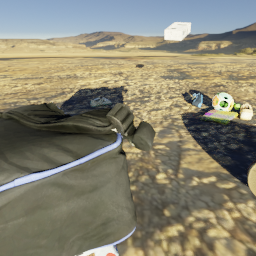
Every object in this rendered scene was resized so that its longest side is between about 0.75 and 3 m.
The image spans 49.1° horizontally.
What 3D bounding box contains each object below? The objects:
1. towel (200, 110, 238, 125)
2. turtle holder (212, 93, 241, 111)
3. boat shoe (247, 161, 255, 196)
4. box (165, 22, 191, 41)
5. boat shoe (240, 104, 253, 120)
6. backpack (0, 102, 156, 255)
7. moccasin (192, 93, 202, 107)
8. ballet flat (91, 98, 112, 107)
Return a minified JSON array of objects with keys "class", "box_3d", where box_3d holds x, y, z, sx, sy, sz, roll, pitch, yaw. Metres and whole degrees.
[{"class":"towel","box_3d":[3.419,-0.428,10.433,1.029,0.163,1.432,13,23,33]},{"class":"turtle holder","box_3d":[3.852,-0.931,11.135,1.022,0.777,0.726,43,18,-1]},{"class":"boat shoe","box_3d":[3.417,1.017,4.756,2.779,1.000,0.939,9,13,9]},{"class":"box","box_3d":[1.700,-3.296,9.515,0.613,0.316,1.052,11,37,23]},{"class":"boat shoe","box_3d":[4.534,-0.678,10.690,0.498,0.468,1.352,7,19,20]},{"class":"backpack","box_3d":[-1.443,0.729,3.371,2.847,2.193,2.711,-13,23,-24]},{"class":"moccasin","box_3d":[3.046,-1.281,12.452,0.434,0.512,1.273,15,18,6]},{"class":"ballet flat","box_3d":[-1.170,-1.190,12.491,1.092,0.341,0.368,-14,23,-38]}]
